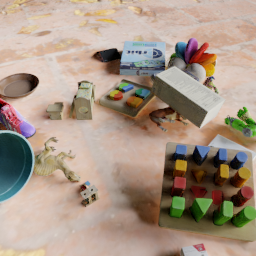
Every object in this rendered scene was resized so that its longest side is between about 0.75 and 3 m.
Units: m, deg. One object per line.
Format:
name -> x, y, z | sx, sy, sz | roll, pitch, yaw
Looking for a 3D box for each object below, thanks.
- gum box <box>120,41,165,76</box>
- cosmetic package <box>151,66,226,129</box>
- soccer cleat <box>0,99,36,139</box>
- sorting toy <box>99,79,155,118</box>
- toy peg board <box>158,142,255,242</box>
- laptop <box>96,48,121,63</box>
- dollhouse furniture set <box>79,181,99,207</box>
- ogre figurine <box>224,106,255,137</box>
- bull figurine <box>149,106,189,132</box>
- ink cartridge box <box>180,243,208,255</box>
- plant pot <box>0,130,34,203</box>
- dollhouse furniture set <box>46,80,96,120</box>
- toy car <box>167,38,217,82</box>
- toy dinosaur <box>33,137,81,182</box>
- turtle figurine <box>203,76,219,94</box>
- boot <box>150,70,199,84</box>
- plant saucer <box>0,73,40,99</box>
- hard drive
gum box -> 0.862, -3.878, 15.488 | 2.370, 0.621, 2.790 | 3, 43, 3
cosmetic package -> 2.444, -1.346, 11.687 | 1.405, 0.992, 2.714 | -29, 60, -35
soccer cleat -> -4.784, -0.408, 11.550 | 2.573, 0.942, 0.878 | 32, 52, 29
sorting toy -> 0.035, -1.522, 13.135 | 2.053, 0.405, 2.218 | 22, 48, 21
toy peg board -> 2.494, 1.644, 8.447 | 2.854, 1.396, 2.842 | 7, 62, 7
laptop -> -1.128, -4.240, 16.285 | 1.072, 0.625, 1.210 | -18, 21, -19
dollhouse furniture set -> -1.388, 2.070, 9.208 | 0.536, 0.540, 0.766 | -28, 51, -26
ogre figurine -> 5.374, -0.115, 11.134 | 2.563, 1.257, 1.536 | 15, 25, -5
bull figurine -> 1.859, -0.546, 11.858 | 2.005, 0.653, 1.217 | -19, 46, -26
ink cartridge box -> 1.886, 3.696, 7.585 | 0.672, 0.380, 0.916 | -8, 43, -9
plant pot -> -4.724, 1.046, 9.222 | 2.181, 2.321, 2.321 | 12, 42, 35
dollhouse furniture set -> -2.502, -1.530, 12.544 | 1.937, 1.218, 2.190 | -1, 43, -1
toy car -> 3.330, -3.619, 14.300 | 2.495, 1.871, 2.183 | 25, 49, 24
toy dinosaur -> -2.985, 1.094, 10.039 | 2.936, 0.854, 1.484 | 10, 45, 10
turtle figurine -> 3.686, -1.616, 13.157 | 1.017, 1.413, 1.370 | 27, 67, -9
boot -> 2.210, -2.336, 13.385 | 2.747, 1.241, 0.999 | 33, 52, 30
plant saucer -> -5.327, -2.010, 13.685 | 2.029, 0.371, 2.029 | -1, 43, 1
hard drive -> 3.909, 0.931, 10.661 | 1.611, 0.215, 1.062 | 30, 51, 28
